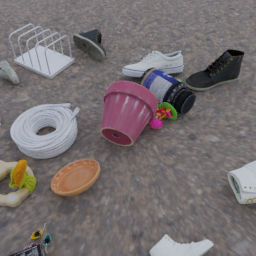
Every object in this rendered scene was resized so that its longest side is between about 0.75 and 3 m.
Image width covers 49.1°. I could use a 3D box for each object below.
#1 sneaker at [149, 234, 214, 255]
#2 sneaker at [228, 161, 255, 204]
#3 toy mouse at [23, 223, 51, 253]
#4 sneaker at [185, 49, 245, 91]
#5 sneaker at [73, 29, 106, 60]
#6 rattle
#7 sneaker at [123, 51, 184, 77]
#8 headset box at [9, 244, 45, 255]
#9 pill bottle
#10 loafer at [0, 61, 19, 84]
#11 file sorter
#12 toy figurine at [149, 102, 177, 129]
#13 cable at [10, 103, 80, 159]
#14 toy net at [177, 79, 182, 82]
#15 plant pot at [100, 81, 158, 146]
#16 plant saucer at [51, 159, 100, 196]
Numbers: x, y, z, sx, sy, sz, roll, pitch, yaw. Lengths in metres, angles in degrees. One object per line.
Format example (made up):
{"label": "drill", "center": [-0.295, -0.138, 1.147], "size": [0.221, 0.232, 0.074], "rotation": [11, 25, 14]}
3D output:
{"label": "sneaker", "center": [1.294, 2.946, 6.947], "size": [1.531, 0.564, 0.885], "rotation": [-22, 53, -18]}
{"label": "sneaker", "center": [3.836, 2.000, 7.690], "size": [1.450, 0.924, 2.509], "rotation": [-17, 39, -13]}
{"label": "toy mouse", "center": [-2.241, 2.975, 7.198], "size": [0.795, 0.154, 0.706], "rotation": [-36, 56, -29]}
{"label": "sneaker", "center": [3.542, -2.458, 11.561], "size": [2.517, 1.337, 0.941], "rotation": [-17, 49, -15]}
{"label": "sneaker", "center": [-1.524, -4.148, 13.468], "size": [1.268, 0.893, 2.387], "rotation": [-32, 53, -24]}
{"label": "rattle", "center": [-3.825, 1.210, 8.002], "size": [2.198, 1.570, 1.431], "rotation": [30, 72, 18]}
{"label": "sneaker", "center": [1.074, -2.811, 12.019], "size": [2.759, 0.977, 1.008], "rotation": [-11, 26, -16]}
{"label": "headset box", "center": [-2.341, 3.626, 6.266], "size": [1.162, 0.603, 1.561], "rotation": [-17, 50, -16]}
{"label": "pill bottle", "center": [1.481, -1.378, 10.654], "size": [1.162, 1.162, 2.078], "rotation": [-36, 56, -29]}
{"label": "loafer", "center": [-5.175, -2.313, 11.982], "size": [0.613, 0.614, 1.756], "rotation": [-32, 47, -20]}
{"label": "file sorter", "center": [-3.879, -3.544, 12.544], "size": [2.312, 1.440, 1.604], "rotation": [25, 51, 22]}
{"label": "toy figurine", "center": [1.105, -0.389, 10.156], "size": [0.930, 0.759, 1.011], "rotation": [-40, 36, -21]}
{"label": "cable", "center": [-2.820, 0.059, 9.586], "size": [2.147, 0.743, 2.147], "rotation": [4, 48, 5]}
{"label": "toy net", "center": [1.444, -2.014, 11.848], "size": [1.648, 0.318, 0.864], "rotation": [12, 48, 11]}
{"label": "plant pot", "center": [-0.095, -0.377, 9.428], "size": [1.850, 1.850, 1.656], "rotation": [14, 64, 13]}
{"label": "plant saucer", "center": [-1.509, 1.467, 8.232], "size": [1.515, 0.283, 1.515], "rotation": [-16, 27, 8]}
